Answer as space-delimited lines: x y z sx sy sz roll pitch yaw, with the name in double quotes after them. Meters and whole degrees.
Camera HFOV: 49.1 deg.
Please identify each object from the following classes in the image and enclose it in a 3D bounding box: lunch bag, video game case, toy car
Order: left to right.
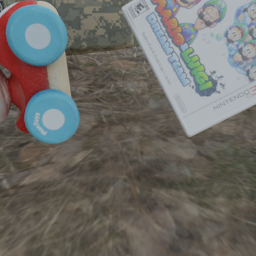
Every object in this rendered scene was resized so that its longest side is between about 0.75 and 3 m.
-1.689 -0.620 3.460 1.898 1.679 1.750 -10 20 -13 "toy car"
-1.308 -2.386 5.730 2.289 1.641 2.791 -11 21 -21 "lunch bag"
0.993 -1.013 3.167 1.577 1.732 0.205 -27 -6 9 "video game case"

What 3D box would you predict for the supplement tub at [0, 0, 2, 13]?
-3.439 -4.007 8.086 1.225 1.999 1.225 -12 35 9 "supplement tub"
